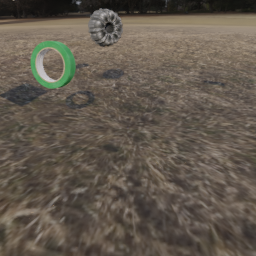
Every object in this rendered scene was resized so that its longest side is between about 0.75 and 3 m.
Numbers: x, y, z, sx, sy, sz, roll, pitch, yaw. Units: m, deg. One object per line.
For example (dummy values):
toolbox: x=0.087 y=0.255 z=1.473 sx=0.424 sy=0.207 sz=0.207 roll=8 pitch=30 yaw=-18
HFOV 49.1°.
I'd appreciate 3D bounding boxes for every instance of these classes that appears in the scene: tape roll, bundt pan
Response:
tape roll: x=-1.725 y=-1.447 z=6.438 sx=1.060 sy=1.060 sz=0.255 roll=8 pitch=17 yaw=18
bundt pan: x=-0.645 y=-3.180 z=8.894 sx=1.191 sy=1.191 sz=0.447 roll=-15 pitch=23 yaw=-30
